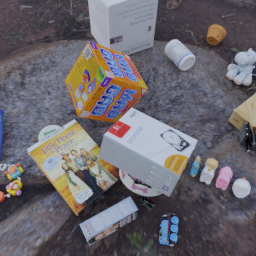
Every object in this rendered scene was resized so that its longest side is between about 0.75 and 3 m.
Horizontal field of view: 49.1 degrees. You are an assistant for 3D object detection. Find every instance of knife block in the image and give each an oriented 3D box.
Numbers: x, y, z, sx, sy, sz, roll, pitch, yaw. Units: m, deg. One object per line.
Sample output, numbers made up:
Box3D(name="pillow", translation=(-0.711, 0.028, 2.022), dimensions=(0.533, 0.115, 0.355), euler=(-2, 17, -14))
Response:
Box3D(name="knife block", translation=(5.141, -0.132, 10.905), dimensions=(2.334, 0.747, 2.048), euler=(-34, 63, -21))

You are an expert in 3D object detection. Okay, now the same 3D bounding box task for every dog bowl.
Box3D(name="dog bowl", translation=(0.657, 1.399, 9.580), dimensions=(1.873, 0.690, 1.873), euler=(8, 41, -7))

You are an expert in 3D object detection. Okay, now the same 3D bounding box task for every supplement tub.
Box3D(name="supplement tub", translation=(2.416, -3.386, 13.030), dimensions=(0.887, 0.887, 1.344), euler=(-25, 58, -16))

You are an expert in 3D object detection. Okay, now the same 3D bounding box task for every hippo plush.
Box3D(name="hippo plush", translation=(5.231, -2.695, 12.332), dimensions=(1.558, 1.253, 1.241), euler=(-3, 56, -2))

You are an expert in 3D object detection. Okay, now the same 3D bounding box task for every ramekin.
Box3D(name="ramekin", translation=(-2.840, 0.425, 10.632), dimensions=(1.127, 0.550, 1.127), euler=(1, 56, -1))

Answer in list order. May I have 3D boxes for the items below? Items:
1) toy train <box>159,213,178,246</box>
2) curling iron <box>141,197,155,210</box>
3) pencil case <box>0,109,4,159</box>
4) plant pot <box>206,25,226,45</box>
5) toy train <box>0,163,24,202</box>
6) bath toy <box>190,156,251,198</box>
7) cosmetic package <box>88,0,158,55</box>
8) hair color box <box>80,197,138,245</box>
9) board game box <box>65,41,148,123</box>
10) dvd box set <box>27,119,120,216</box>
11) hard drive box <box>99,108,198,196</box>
Box3D(name="toy train", translation=(1.286, 3.193, 8.849), dimensions=(0.572, 0.434, 1.001), euler=(4, 56, 10))
Box3D(name="curling iron", translation=(0.331, 1.934, 9.697), dimensions=(0.256, 0.497, 2.004), euler=(-45, 57, 20))
Box3D(name="pencil case", translation=(-5.236, 0.229, 10.553), dimensions=(0.962, 0.865, 2.216), euler=(10, 49, -31))
Box3D(name="plant pot", translation=(4.316, -4.554, 13.889), dimensions=(0.911, 0.911, 0.638), euler=(26, 76, 17))
Box3D(name="toy train", translation=(-4.282, 1.869, 9.726), dimensions=(1.194, 0.442, 1.589), euler=(-1, 56, -1))
Box3D(name="bath toy", translation=(3.244, 1.650, 9.734), dimensions=(2.038, 0.886, 0.753), euler=(25, 24, 16))
Box3D(name="cosmetic package", translation=(-0.296, -5.268, 13.047), dimensions=(2.428, 2.945, 2.430), euler=(-23, 59, -15))
Box3D(name="hair color box", translation=(-0.562, 2.907, 8.757), dimensions=(1.753, 0.868, 0.531), euler=(-25, 59, -16))
Box3D(name="board game box", translation=(-0.878, -1.653, 10.658), dimensions=(1.986, 1.986, 1.987), euler=(8, 44, -41))
Box3D(name="dvd box set", translation=(-1.811, 1.259, 9.747), dimensions=(2.061, 0.414, 2.816), euler=(-35, 75, -26))
Box3D(name="hard drive box", translation=(0.668, 0.665, 8.934), dimensions=(2.524, 0.969, 1.967), euler=(27, 40, 12))
